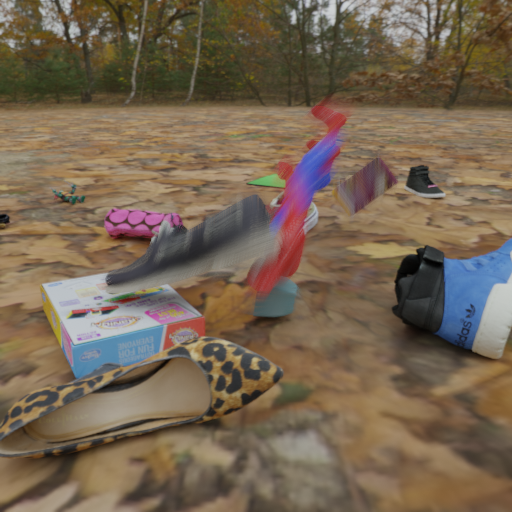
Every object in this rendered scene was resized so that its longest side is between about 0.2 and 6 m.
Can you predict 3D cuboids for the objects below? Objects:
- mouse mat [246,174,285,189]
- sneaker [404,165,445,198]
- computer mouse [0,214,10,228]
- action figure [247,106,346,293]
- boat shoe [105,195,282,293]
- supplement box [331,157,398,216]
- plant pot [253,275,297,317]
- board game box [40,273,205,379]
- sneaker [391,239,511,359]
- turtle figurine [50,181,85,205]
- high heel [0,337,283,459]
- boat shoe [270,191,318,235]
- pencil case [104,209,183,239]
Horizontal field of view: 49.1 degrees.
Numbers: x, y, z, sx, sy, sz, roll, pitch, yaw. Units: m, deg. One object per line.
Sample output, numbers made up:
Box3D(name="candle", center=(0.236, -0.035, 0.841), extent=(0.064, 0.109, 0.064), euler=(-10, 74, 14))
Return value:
Box3D(name="mouse mat", center=(0.774, -2.337, 17.465), extent=(1.539, 0.072, 1.912), euler=(11, 21, 28))
Box3D(name="sneaker", center=(4.713, -2.099, 15.640), extent=(0.561, 0.788, 1.588), euler=(-5, 21, -19))
Box3D(name="computer mouse", center=(-6.387, -0.994, 12.930), extent=(1.121, 0.449, 2.045), euler=(-12, 22, -27))
Box3D(name="action figure", center=(0.552, -0.797, 8.009), extent=(0.864, 1.093, 3.342), euler=(17, 51, 5))
Box3D(name="boat shoe", center=(-0.910, -0.111, 7.232), extent=(2.502, 0.785, 0.909), euler=(-16, 0, 20))
Box3D(name="supplement box", center=(2.220, -1.406, 11.439), extent=(1.170, 0.646, 0.501), euler=(-36, -4, 19))
Box3D(name="plant pot", center=(0.288, 0.561, 7.942), extent=(0.540, 0.528, 0.530), euler=(10, 21, 4))
Box3D(name="board game box", center=(-1.904, 0.794, 7.703), extent=(1.682, 0.443, 2.198), euler=(-10, 21, -27))
Box3D(name="sneaker", center=(2.956, 0.285, 8.084), extent=(1.677, 1.157, 3.014), euler=(19, 32, 25))
Box3D(name="turtle figurine", center=(-4.996, -1.633, 14.816), extent=(0.897, 0.452, 0.672), euler=(27, 44, 24))
Box3D(name="high heel", center=(-1.066, 1.406, 5.103), extent=(2.400, 0.857, 1.711), euler=(-9, 7, 25))
Box3D(name="boat shoe", center=(0.831, -1.027, 12.343), extent=(1.026, 0.884, 2.849), euler=(3, 19, 8))
Box3D(name="pencil case", center=(-2.324, -0.602, 11.486), extent=(1.603, 0.727, 0.751), euler=(4, 40, 18))
